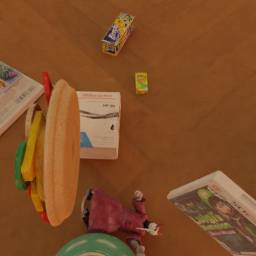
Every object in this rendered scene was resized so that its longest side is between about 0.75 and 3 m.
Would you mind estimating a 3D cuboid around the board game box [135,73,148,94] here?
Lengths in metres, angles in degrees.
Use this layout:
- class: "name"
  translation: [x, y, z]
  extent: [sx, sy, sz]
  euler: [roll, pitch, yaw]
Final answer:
- class: "board game box"
  translation: [0.464, -1.561, 9.719]
  extent: [0.401, 0.188, 0.790]
  euler: [-1, 59, -1]

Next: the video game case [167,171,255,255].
- class: "video game case"
  translation: [1.817, 1.685, 5.131]
  extent: [1.879, 2.067, 0.241]
  euler: [41, 65, 4]

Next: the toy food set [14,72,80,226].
- class: "toy food set"
  translation: [-1.387, 0.390, 5.449]
  extent: [0.695, 2.828, 2.857]
  euler: [2, 49, -4]

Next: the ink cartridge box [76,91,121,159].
- class: "ink cartridge box"
  translation: [-0.959, -0.318, 8.603]
  extent: [1.412, 0.826, 2.434]
  euler: [2, 59, 1]

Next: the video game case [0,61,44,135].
- class: "video game case"
  translation: [-4.641, -0.940, 9.270]
  extent: [2.577, 0.335, 2.832]
  euler: [29, 64, 17]

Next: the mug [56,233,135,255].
- class: "mug"
  translation: [-0.828, 3.499, 5.847]
  extent: [2.080, 1.565, 2.531]
  euler: [31, 65, 16]

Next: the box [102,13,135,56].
- class: "box"
  translation: [-0.355, -3.598, 10.719]
  extent: [0.621, 0.570, 1.774]
  euler: [21, 61, 11]

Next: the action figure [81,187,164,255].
- class: "action figure"
  translation: [-0.140, 2.362, 6.998]
  extent: [2.133, 1.588, 1.429]
  euler: [22, 62, -10]
